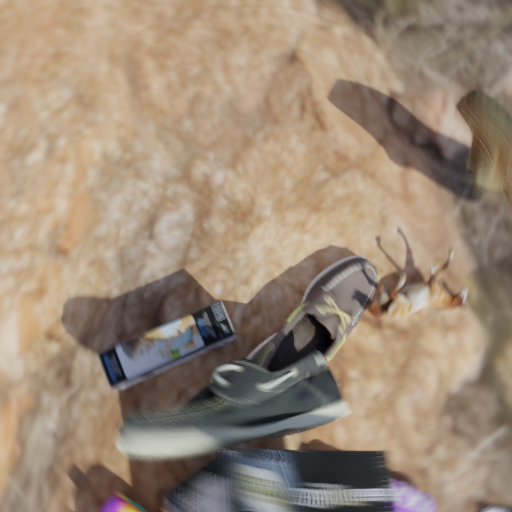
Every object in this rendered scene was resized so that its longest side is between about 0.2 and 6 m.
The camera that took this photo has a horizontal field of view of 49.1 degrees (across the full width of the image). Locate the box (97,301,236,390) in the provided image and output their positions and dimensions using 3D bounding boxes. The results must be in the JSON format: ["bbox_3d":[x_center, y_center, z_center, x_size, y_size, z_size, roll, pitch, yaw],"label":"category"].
[{"bbox_3d":[-1.290,1.361,8.498,1.926,1.123,0.579,-22,81,-6],"label":"box"}]

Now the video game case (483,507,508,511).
[{"bbox_3d":[4.324,4.685,8.223,2.083,0.188,1.492,11,77,3],"label":"video game case"}]

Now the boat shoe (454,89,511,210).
[{"bbox_3d":[3.564,-1.330,8.109,2.495,0.921,0.944,35,35,-30],"label":"boat shoe"}]

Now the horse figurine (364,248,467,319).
[{"bbox_3d":[2.443,0.577,8.712,1.832,1.214,0.457,-18,44,-8],"label":"horse figurine"}]

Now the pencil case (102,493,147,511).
[{"bbox_3d":[-1.442,4.302,7.944,2.126,0.940,0.940,31,79,5],"label":"pencil case"}]

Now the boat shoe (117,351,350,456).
[{"bbox_3d":[-0.273,1.881,7.144,3.141,1.128,1.062,-3,68,-31],"label":"boat shoe"}]

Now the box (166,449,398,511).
[{"bbox_3d":[0.184,3.241,6.953,2.079,2.539,1.093,8,56,-20],"label":"box"}]

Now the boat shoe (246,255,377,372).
[{"bbox_3d":[0.944,1.094,8.570,2.802,0.834,1.007,-43,99,-9],"label":"boat shoe"}]

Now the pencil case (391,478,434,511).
[{"bbox_3d":[1.770,3.529,8.226,1.602,0.685,0.672,19,70,3],"label":"pencil case"}]
